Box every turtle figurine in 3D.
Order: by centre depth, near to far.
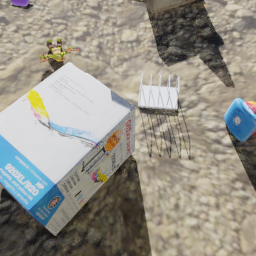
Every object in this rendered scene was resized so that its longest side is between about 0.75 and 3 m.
[{"bbox_3d":[-2.018,-2.225,8.148,1.183,0.381,0.954,-20,52,-2],"label":"turtle figurine"}]

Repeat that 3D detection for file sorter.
[{"bbox_3d":[0.806,-0.957,7.223,1.014,0.631,0.703,5,59,3],"label":"file sorter"}]

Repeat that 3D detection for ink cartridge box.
[{"bbox_3d":[-1.312,0.391,5.650,1.850,1.883,2.557,36,65,20],"label":"ink cartridge box"}]

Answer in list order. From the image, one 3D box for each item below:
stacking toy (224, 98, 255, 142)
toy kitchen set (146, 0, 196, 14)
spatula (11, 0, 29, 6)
[{"bbox_3d":[3.257,-0.313,6.840,1.531,0.840,0.889,-11,55,-21],"label":"stacking toy"},{"bbox_3d":[1.225,-5.555,9.275,2.140,1.936,2.372,-24,61,-14],"label":"toy kitchen set"},{"bbox_3d":[-3.509,-5.196,10.051,0.665,0.242,2.352,9,58,7],"label":"spatula"}]
